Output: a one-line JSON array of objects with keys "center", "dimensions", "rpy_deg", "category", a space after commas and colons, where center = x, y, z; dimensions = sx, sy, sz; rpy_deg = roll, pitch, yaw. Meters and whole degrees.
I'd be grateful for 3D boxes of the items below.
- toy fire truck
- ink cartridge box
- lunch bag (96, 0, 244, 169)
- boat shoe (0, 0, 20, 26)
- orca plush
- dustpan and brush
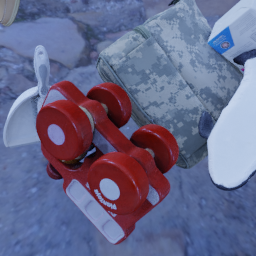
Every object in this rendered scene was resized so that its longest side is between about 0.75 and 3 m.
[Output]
[{"center": [-0.518, 0.524, 4.121], "dimensions": [2.259, 1.897, 1.266], "rpy_deg": [43, 37, 8], "category": "toy fire truck"}, {"center": [2.376, -1.376, 4.745], "dimensions": [1.726, 1.003, 0.581], "rpy_deg": [32, 64, -14], "category": "ink cartridge box"}, {"center": [1.088, -0.917, 5.654], "dimensions": [2.389, 1.985, 2.848], "rpy_deg": [-39, 97, -3], "category": "lunch bag"}, {"center": [-3.045, -3.554, 6.732], "dimensions": [0.735, 2.064, 0.666], "rpy_deg": [21, 19, 39], "category": "boat shoe"}, {"center": [1.778, -0.091, 4.449], "dimensions": [1.216, 0.822, 2.312], "rpy_deg": [-3, 66, 21], "category": "orca plush"}, {"center": [-1.754, -0.531, 5.839], "dimensions": [1.836, 2.631, 0.753], "rpy_deg": [-11, 39, -21], "category": "dustpan and brush"}]
